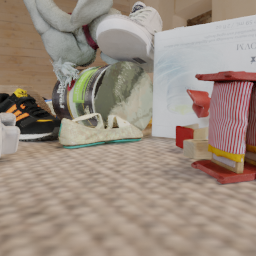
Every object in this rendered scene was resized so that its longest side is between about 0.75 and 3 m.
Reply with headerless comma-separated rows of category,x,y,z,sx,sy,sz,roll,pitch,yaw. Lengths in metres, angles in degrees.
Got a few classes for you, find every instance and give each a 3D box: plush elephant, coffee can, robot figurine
plush elephant,-1.062,-2.541,7.132,2.197,2.838,2.337,-26,-33,3
coffee can,-0.714,-0.742,7.350,1.760,1.760,2.404,-4,7,-36
robot figurine,-2.206,0.101,3.656,1.436,0.811,1.218,-4,40,-35

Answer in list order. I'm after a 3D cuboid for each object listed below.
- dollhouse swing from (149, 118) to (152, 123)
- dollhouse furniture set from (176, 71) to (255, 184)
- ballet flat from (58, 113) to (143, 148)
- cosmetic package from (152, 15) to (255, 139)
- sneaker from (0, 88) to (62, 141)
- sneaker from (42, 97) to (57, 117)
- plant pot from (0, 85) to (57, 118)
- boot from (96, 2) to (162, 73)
dollhouse swing,1.780,-0.266,9.380,2.323,2.247,2.556,48,27,21
dollhouse furniture set,1.121,-0.111,3.957,0.903,1.195,2.220,-2,6,-15
ballet flat,-0.436,0.009,5.645,1.994,0.622,0.672,-5,8,-42
cosmetic package,1.834,-0.892,5.964,2.319,2.327,1.430,5,7,40
sneaker,-2.425,-0.352,6.539,2.572,1.157,0.900,5,7,40
sneaker,-3.591,-1.002,13.579,2.819,1.082,1.568,-9,17,-21
plant pot,-3.839,-0.689,9.140,2.934,1.354,2.934,0,4,0
boot,0.135,-2.273,6.470,1.049,1.362,2.851,-4,-5,21
